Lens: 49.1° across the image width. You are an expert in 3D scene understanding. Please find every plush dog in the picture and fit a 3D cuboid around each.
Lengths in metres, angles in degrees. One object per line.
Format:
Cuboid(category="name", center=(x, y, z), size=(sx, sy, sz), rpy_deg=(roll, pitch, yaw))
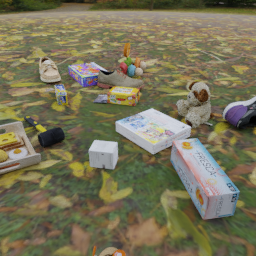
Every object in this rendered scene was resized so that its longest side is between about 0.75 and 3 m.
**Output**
Cuboid(category="plush dog", center=(2.934, -1.066, 11.483), size=(1.513, 1.620, 1.886), rpy_deg=(-4, 29, -7))

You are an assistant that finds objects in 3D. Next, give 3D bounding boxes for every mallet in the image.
Cuboid(category="mallet", center=(-3.310, -0.049, 10.897), size=(0.895, 0.559, 2.717), rpy_deg=(-17, 29, -27))

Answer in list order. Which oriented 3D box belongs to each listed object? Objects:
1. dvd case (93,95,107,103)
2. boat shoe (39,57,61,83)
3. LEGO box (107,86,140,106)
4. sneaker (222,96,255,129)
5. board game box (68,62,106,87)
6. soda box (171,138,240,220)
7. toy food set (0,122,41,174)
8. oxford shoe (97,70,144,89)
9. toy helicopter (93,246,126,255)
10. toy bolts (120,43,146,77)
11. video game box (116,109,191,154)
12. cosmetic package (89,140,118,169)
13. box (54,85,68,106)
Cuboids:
Cuboid(category="dvd case", center=(-1.241, -1.429, 13.683), size=(0.673, 0.072, 0.905), rpy_deg=(2, 29, 15))
Cuboid(category="boat shoe", center=(-4.712, -3.481, 16.464), size=(1.085, 1.018, 2.944), rpy_deg=(-14, 32, -24))
Cuboid(category="LEGO box", center=(-0.190, -1.557, 13.498), size=(1.371, 0.529, 1.021), rpy_deg=(8, 30, 14))
Cuboid(category="sneaker", center=(5.326, -0.578, 11.494), size=(2.791, 1.057, 1.222), rpy_deg=(-18, 44, -18))
Cuboid(category="board game box", center=(-2.300, -3.182, 16.412), size=(1.660, 0.553, 2.469), rpy_deg=(-15, 32, -25))
Cuboid(category="soda box", center=(2.055, 1.316, 8.003), size=(0.895, 0.832, 2.616), rpy_deg=(-5, 30, -10))
Cuboid(category="toy food set", center=(-4.206, 0.596, 9.326), size=(1.916, 0.807, 2.671), rpy_deg=(-16, 33, -26))
Cuboid(category="oxford shoe", center=(-0.417, -2.585, 14.892), size=(2.610, 0.976, 0.920), rpy_deg=(6, 30, 11))
Cuboid(category="toy helicopter", center=(-0.568, 2.876, 5.639), size=(0.742, 0.442, 1.122), rpy_deg=(17, 39, 27))
Cuboid(category="toy bolts", center=(0.360, -3.918, 16.772), size=(1.358, 1.871, 1.959), rpy_deg=(11, 48, 7))
Cuboid(category="video game box", center=(0.936, 0.043, 10.651), size=(1.961, 0.504, 2.153), rpy_deg=(-19, 34, -35))
Cuboid(category="cosmetic package", center=(-0.774, 0.855, 9.018), size=(0.792, 0.653, 0.654), rpy_deg=(5, 29, 11))
Cuboid(category="box", center=(-3.263, -1.627, 13.638), size=(0.476, 0.518, 1.480), rpy_deg=(-9, 31, -16))
